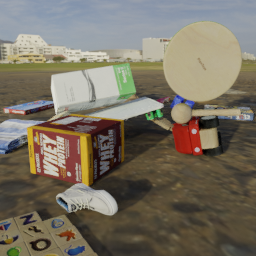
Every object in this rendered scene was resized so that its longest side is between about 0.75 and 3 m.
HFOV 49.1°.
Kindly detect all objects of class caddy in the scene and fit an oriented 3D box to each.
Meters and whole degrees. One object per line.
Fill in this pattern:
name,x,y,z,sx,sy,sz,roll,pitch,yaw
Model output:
caddy,2.558,-1.020,13.264,0.996,0.740,1.409,28,21,11

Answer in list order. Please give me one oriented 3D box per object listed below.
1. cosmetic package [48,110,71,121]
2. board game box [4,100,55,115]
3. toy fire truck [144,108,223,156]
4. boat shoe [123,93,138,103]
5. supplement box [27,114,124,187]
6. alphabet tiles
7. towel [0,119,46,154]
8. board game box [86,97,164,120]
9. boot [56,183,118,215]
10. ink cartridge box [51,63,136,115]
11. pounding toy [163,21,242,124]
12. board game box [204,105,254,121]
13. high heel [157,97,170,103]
cosmetic package,-2.420,-0.064,9.225,0.690,0.466,1.312,-18,17,27
board game box,-4.861,-1.073,14.322,1.322,0.250,2.568,8,17,22
toy fire truck,1.615,0.000,8.514,2.222,1.430,1.956,-8,12,18
boat shoe,-0.070,-1.841,15.084,0.903,0.818,2.534,-10,37,-43
supplement box,-1.207,0.430,6.873,1.686,1.135,1.709,7,16,25
alphabet tiles,-1.477,1.817,3.733,1.930,0.073,2.320,-9,17,-32
towel,-4.028,0.187,9.364,2.140,0.347,2.913,3,15,13
board game box,-0.485,-0.374,9.667,2.955,0.382,2.955,-17,13,-4
boot,-0.769,1.349,4.958,0.590,0.454,1.234,-22,17,-39
ink cartridge box,-1.323,-1.346,10.023,2.685,1.128,1.959,-12,-2,-17
pounding toy,2.005,-1.595,7.968,2.065,2.676,1.242,-9,18,3
board game box,4.513,-0.717,12.763,2.048,0.354,1.388,5,15,15
high heel,2.109,-1.669,16.440,0.478,0.336,0.997,21,36,29
